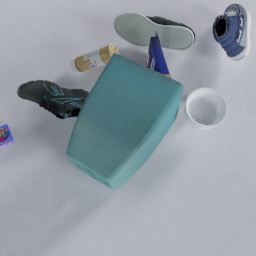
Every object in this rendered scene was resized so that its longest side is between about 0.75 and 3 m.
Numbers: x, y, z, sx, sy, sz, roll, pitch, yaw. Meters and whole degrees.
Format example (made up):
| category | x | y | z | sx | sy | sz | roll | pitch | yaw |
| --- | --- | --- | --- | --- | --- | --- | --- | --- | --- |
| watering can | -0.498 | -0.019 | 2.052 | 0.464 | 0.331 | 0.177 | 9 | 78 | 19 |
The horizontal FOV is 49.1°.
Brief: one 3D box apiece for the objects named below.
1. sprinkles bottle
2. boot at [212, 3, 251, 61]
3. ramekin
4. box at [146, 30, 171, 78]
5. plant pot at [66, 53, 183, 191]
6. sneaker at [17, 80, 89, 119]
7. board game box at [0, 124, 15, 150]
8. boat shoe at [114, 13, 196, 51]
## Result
| category | x | y | z | sx | sy | sz | roll | pitch | yaw |
| --- | --- | --- | --- | --- | --- | --- | --- | --- | --- |
| sprinkles bottle | -0.972 | -1.952 | 7.965 | 1.444 | 0.493 | 0.493 | -11 | 57 | 30 |
| boot | 3.105 | -3.224 | 8.494 | 1.096 | 0.883 | 2.426 | 32 | 48 | -32 |
| ramekin | 1.887 | -0.437 | 7.002 | 1.030 | 0.502 | 1.030 | 1 | 74 | -3 |
| box | 0.800 | -1.754 | 7.894 | 0.288 | 1.076 | 1.777 | -6 | 61 | -6 |
| plant pot | -0.161 | 0.020 | 6.585 | 1.798 | 1.799 | 2.545 | 28 | 71 | 15 |
| sneaker | -1.837 | -0.696 | 7.228 | 1.961 | 0.739 | 0.777 | 7 | 63 | -23 |
| board game box | -3.445 | 0.316 | 7.288 | 0.828 | 0.185 | 0.556 | -26 | 65 | -13 |
| boat shoe | 0.820 | -2.975 | 8.691 | 2.531 | 0.957 | 0.764 | 21 | 32 | 8 |
